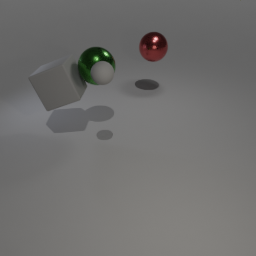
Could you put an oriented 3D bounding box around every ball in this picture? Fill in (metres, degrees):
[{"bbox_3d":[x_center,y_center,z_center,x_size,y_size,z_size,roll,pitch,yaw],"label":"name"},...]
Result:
[{"bbox_3d":[-0.758,-1.628,8.322,0.700,0.700,0.700,0,32,0],"label":"ball"},{"bbox_3d":[-1.158,-2.288,10.375,1.400,1.400,1.400,0,32,0],"label":"ball"},{"bbox_3d":[1.226,-3.904,13.506,1.400,1.400,1.400,0,32,0],"label":"ball"}]

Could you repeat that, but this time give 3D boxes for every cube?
[{"bbox_3d":[-2.525,-1.686,10.367,1.400,1.400,1.400,-17,26,13],"label":"cube"}]
